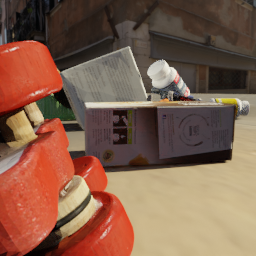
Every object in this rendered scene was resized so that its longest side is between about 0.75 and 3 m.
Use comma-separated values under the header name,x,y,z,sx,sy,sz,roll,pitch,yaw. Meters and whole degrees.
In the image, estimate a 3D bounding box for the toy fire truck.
name,x,y,z,sx,sy,sz,roll,pitch,yaw
toy fire truck,-1.446,0.542,2.367,2.396,1.600,2.853,-26,13,-9

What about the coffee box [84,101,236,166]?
name,x,y,z,sx,sy,sz,roll,pitch,yaw
coffee box,0.529,0.027,5.891,2.853,1.137,1.632,-1,9,-9

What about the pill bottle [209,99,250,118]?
name,x,y,z,sx,sy,sz,roll,pitch,yaw
pill bottle,4.497,-0.876,12.537,1.622,0.903,0.903,-1,9,2

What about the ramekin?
name,x,y,z,sx,sy,sz,roll,pitch,yaw
ramekin,-3.222,-0.997,12.695,2.218,1.083,2.218,0,9,0

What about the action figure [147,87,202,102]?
name,x,y,z,sx,sy,sz,roll,pitch,yaw
action figure,1.583,-0.626,10.000,2.566,1.342,2.482,23,15,35

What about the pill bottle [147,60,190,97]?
name,x,y,z,sx,sy,sz,roll,pitch,yaw
pill bottle,1.603,-1.788,11.234,1.083,1.083,1.811,11,-28,50

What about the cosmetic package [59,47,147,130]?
name,x,y,z,sx,sy,sz,roll,pitch,yaw
cosmetic package,-0.954,-1.433,10.150,2.497,2.089,2.077,-23,13,-12

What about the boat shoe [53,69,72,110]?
name,x,y,z,sx,sy,sz,roll,pitch,yaw
boat shoe,-2.759,-1.809,11.479,0.854,2.256,0.833,-36,6,43
